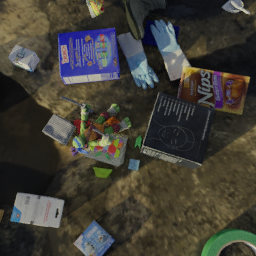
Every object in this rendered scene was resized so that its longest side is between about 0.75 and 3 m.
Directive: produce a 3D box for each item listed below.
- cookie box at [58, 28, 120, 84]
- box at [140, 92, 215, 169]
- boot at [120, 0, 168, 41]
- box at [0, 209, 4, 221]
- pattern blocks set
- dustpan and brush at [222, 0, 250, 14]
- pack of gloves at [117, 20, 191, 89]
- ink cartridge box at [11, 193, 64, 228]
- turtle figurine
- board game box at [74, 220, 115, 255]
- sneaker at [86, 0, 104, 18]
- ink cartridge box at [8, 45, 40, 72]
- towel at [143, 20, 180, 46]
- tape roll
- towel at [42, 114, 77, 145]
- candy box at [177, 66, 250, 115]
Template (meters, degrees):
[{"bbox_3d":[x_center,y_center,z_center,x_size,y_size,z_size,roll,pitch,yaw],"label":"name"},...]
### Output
[{"bbox_3d":[-1.559,-2.900,11.339,2.314,0.870,1.979,-6,75,-2],"label":"cookie box"},{"bbox_3d":[1.780,0.131,10.263,2.121,1.337,2.157,17,75,5],"label":"box"},{"bbox_3d":[0.803,-4.993,11.676,1.887,0.978,2.888,-12,61,-3],"label":"boot"},{"bbox_3d":[-5.944,4.033,9.732,2.362,0.307,2.889,13,75,3],"label":"box"},{"bbox_3d":[-0.824,0.699,10.697,2.702,0.219,2.375,1,75,0],"label":"pattern blocks set"},{"bbox_3d":[4.842,-5.269,12.272,0.822,0.337,1.177,-43,79,-11],"label":"dustpan and brush"},{"bbox_3d":[1.036,-3.081,11.346,2.317,0.544,2.758,-23,78,6],"label":"pack of gloves"},{"bbox_3d":[-3.107,2.902,9.903,1.690,0.573,0.980,8,75,2],"label":"ink cartridge box"},{"bbox_3d":[-0.929,-0.203,9.961,1.628,2.262,2.194,25,40,37],"label":"turtle figurine"},{"bbox_3d":[-1.168,3.979,9.791,1.017,0.222,1.022,40,78,11],"label":"board game box"},{"bbox_3d":[-0.982,-3.742,8.194,0.505,1.118,0.437,-15,74,3],"label":"sneaker"},{"bbox_3d":[-4.235,-2.833,11.437,0.895,0.657,0.654,23,76,7],"label":"ink cartridge box"},{"bbox_3d":[1.400,-3.944,11.932,1.463,0.362,1.080,12,82,3],"label":"towel"},{"bbox_3d":[3.718,4.692,9.413,2.438,0.586,2.438,0,75,0],"label":"tape roll"},{"bbox_3d":[-2.626,0.042,10.673,1.064,0.455,0.881,30,88,8],"label":"towel"},{"bbox_3d":[3.234,-1.443,10.820,2.478,0.700,1.446,10,96,4],"label":"candy box"}]
